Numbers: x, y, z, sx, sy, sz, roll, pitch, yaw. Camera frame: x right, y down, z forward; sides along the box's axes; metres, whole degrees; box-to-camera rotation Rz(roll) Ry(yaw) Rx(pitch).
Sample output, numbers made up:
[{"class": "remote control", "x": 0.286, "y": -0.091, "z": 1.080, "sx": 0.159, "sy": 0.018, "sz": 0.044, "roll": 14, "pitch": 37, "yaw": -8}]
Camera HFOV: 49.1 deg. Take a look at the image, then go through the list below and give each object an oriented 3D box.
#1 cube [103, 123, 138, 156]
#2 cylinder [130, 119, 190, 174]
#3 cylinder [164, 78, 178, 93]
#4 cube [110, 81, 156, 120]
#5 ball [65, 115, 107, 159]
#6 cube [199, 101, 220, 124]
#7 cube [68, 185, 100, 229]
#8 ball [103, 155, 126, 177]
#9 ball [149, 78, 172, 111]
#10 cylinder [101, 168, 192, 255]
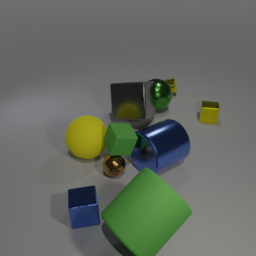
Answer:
[{"class": "cube", "x": -0.235, "y": 0.330, "z": 8.306, "sx": 0.700, "sy": 0.700, "sz": 0.700, "roll": 2, "pitch": 38, "yaw": -28}, {"class": "cylinder", "x": 0.955, "y": 0.576, "z": 8.680, "sx": 1.400, "sy": 1.400, "sz": 1.400, "roll": -21, "pitch": 36, "yaw": -32}, {"class": "cylinder", "x": 2.004, "y": -2.024, "z": 13.698, "sx": 0.700, "sy": 0.700, "sz": 0.700, "roll": -8, "pitch": 26, "yaw": 21}, {"class": "cube", "x": 0.231, "y": -1.103, "z": 11.071, "sx": 1.400, "sy": 1.400, "sz": 1.400, "roll": 1, "pitch": 11, "yaw": 21}, {"class": "ball", "x": -1.333, "y": 0.293, "z": 9.105, "sx": 1.400, "sy": 1.400, "sz": 1.400, "roll": 0, "pitch": 30, "yaw": 0}, {"class": "cube", "x": 3.344, "y": -0.644, "z": 11.522, "sx": 0.700, "sy": 0.700, "sz": 0.700, "roll": 7, "pitch": 31, "yaw": 12}, {"class": "cube", "x": -1.100, "y": 1.956, "z": 6.963, "sx": 0.700, "sy": 0.700, "sz": 0.700, "roll": -7, "pitch": 31, "yaw": -9}, {"class": "ball", "x": -0.413, "y": 1.116, "z": 8.405, "sx": 0.700, "sy": 0.700, "sz": 0.700, "roll": 0, "pitch": 30, "yaw": 0}, {"class": "ball", "x": 1.223, "y": -1.444, "z": 12.183, "sx": 1.400, "sy": 1.400, "sz": 1.400, "roll": 0, "pitch": 30, "yaw": 0}, {"class": "cylinder", "x": 0.386, "y": 1.814, "z": 5.977, "sx": 1.400, "sy": 1.400, "sz": 1.400, "roll": -45, "pitch": 44, "yaw": -9}]
